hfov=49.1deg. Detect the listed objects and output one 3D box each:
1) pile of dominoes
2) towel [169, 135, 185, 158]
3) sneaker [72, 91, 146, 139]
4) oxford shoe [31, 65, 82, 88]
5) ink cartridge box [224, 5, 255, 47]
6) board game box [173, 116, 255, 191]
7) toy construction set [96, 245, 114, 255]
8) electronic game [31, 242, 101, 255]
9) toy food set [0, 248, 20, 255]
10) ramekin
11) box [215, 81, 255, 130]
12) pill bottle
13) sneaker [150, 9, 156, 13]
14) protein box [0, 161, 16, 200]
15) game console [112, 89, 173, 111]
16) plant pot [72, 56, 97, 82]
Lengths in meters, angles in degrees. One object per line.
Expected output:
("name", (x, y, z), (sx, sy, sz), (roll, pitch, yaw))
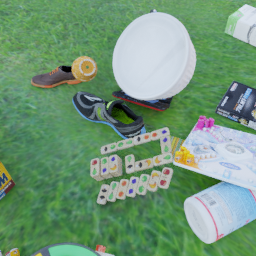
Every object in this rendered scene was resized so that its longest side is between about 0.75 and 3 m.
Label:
("pile of dominoes", (0.076, 1.029, 8.103), (2.477, 0.394, 1.931), (-18, 52, 19))
("towel", (2.071, 0.858, 9.156), (1.847, 0.167, 0.795), (19, 59, 13))
("sneaker", (-0.628, -0.623, 9.637), (2.922, 1.211, 1.036), (29, 54, 21))
("oxford shoe", (-2.851, -2.152, 11.176), (2.084, 0.756, 0.742), (-11, 52, -9))
("ink cartridge box", (5.992, -4.749, 13.164), (2.196, 0.922, 1.597), (38, 60, 26))
("board game box", (3.166, 0.620, 8.310), (2.923, 0.378, 2.923), (16, 31, 22))
("toy construction set", (-1.353, 3.710, 6.150), (1.722, 1.210, 2.626), (-4, 39, 28))
("electronic game", (-1.247, 3.391, 5.568), (2.248, 0.468, 2.248), (12, 40, -10))
("toy food set", (-3.314, 3.237, 6.939), (1.202, 0.574, 0.541), (-23, 55, -17))
("ramekin", (0.996, -2.316, 9.738), (2.926, 1.363, 2.926), (-4, 82, 33))
("box", (4.366, -0.856, 10.363), (1.700, 0.425, 1.712), (29, 56, 20))
("pill bottle", (2.733, 2.038, 7.497), (2.233, 1.214, 1.214), (-20, 54, -16))
("sneaker", (1.511, -4.524, 13.077), (0.997, 0.980, 2.588), (-4, 60, -12))
("protein box", (-4.436, 1.226, 7.817), (1.744, 1.731, 1.176), (25, 55, 19))
("game console", (0.677, -1.516, 10.314), (1.998, 1.186, 1.722), (18, 16, 15))
("plant pot", (-1.560, -2.198, 10.347), (0.949, 0.949, 0.869), (-18, 11, -14))
